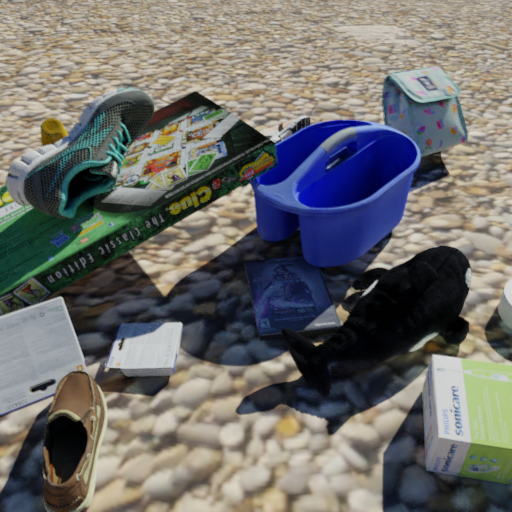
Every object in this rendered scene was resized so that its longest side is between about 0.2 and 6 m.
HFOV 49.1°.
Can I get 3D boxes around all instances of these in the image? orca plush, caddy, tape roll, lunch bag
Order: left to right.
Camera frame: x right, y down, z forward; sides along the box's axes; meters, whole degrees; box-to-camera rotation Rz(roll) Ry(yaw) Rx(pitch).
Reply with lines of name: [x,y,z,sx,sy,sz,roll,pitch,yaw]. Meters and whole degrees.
caddy: [1.453,-1.439,10.438,2.486,1.846,3.517,29,48,31]
orca plush: [2.068,0.524,8.553,3.721,1.323,1.957,-16,42,-20]
lunch bag: [3.802,-3.327,12.866,1.674,1.965,1.198,-19,10,-26]
tape roll: [4.557,0.828,9.013,1.190,0.416,1.190,0,38,0]

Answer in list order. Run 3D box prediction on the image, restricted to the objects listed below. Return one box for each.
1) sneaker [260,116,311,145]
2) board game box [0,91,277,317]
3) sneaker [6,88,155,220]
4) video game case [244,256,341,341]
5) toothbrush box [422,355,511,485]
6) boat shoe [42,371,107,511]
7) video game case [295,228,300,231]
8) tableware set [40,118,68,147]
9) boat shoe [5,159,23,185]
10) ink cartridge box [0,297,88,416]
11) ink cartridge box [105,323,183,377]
sneaker: [0.533,-2.870,13.421,0.861,0.793,2.151,25,44,30]
board game box: [-2.585,-1.104,9.742,5.400,0.634,2.829,-31,49,-17]
sneaker: [-2.572,-1.611,9.215,1.310,1.114,2.872,32,68,28]
video game case: [0.565,0.654,9.434,1.316,0.175,1.843,-5,39,-7]
toothbrush box: [3.113,2.096,7.098,1.818,0.783,1.324,7,39,7]
boat shoe: [-2.288,2.159,7.036,0.763,0.764,2.065,-9,39,-11]
video game case: [0.952,-0.965,11.475,1.494,0.172,1.361,-3,38,-3]
tableware set: [-5.206,-1.337,10.875,3.942,0.605,2.655,-41,79,-22]
boat shoe: [-4.754,-1.617,11.892,0.705,0.723,1.910,1,39,-3]
ink cartridge box: [-3.211,1.412,8.003,1.290,0.284,1.313,-19,86,-23]
ink cartridge box: [-1.660,1.396,8.439,0.988,0.201,0.986,0,35,3]
